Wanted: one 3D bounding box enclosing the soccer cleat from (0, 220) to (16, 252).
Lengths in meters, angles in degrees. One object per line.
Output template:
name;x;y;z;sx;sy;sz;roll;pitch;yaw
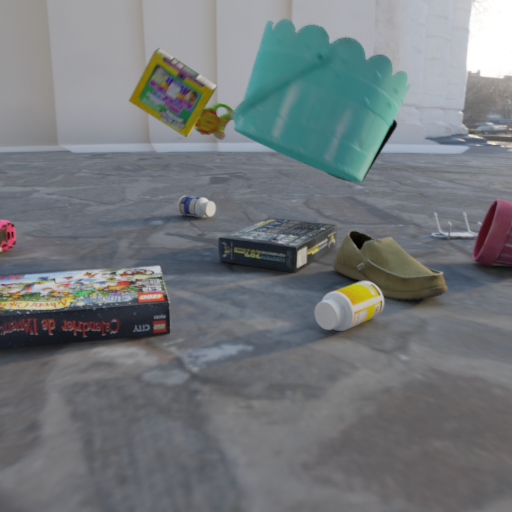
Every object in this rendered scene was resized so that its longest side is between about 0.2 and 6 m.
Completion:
soccer cleat;-5.698;-0.324;11.669;0.849;0.687;1.966;-1;15;-2

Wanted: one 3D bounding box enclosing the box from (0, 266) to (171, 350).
box;-2.646;0.696;8.157;2.646;0.499;1.807;-4;15;-14

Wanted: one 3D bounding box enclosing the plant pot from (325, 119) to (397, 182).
plant pot;1.916;-2.842;13.273;1.758;1.754;1.560;36;-10;-16

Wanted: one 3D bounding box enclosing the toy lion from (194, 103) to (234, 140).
toy lion;-1.206;-3.853;15.784;1.034;1.079;0.371;30;13;-29

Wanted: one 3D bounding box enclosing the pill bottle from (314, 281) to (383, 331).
pill bottle;1.305;0.724;7.932;1.023;0.559;0.559;-14;20;-42

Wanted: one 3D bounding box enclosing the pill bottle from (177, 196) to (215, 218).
pill bottle;-1.683;-1.385;15.917;1.024;0.568;0.568;11;18;34

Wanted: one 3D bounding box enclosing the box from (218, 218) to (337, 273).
box;0.504;-0.282;11.735;1.745;0.565;2.213;9;18;27

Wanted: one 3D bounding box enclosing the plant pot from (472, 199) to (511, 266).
plant pot;4.987;-0.320;10.835;1.157;1.293;1.293;20;19;12

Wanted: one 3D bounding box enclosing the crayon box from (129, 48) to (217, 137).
crayon box;-1.964;-3.821;13.211;1.596;1.377;0.465;31;28;-11

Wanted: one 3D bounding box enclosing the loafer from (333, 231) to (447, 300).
loafer;2.208;0.126;9.671;0.930;0.825;2.446;-10;18;-33

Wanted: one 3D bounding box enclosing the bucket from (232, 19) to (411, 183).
bucket;0.758;-1.874;7.051;2.075;1.350;2.075;23;7;-3

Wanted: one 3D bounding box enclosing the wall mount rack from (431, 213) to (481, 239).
wall mount rack;4.866;-0.723;13.589;1.294;0.482;1.124;0;15;-2
